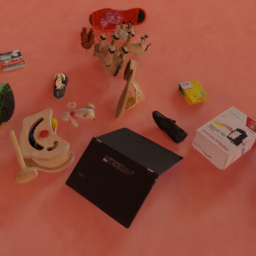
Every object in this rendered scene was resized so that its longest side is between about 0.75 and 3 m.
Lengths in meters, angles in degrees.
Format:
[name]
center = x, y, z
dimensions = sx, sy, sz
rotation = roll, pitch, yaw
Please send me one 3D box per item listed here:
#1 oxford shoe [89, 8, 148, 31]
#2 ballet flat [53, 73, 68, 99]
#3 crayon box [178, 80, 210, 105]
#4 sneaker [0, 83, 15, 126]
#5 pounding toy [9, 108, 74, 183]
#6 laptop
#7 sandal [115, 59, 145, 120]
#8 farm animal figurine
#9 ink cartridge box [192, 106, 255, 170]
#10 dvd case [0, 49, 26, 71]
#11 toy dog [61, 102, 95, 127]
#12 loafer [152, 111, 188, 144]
[oxford shoe]
center = -0.423, -4.843, 12.607
dimensions = 2.681, 0.954, 0.972
rotation = 4, 15, 11
[ballet flat]
center = -2.361, -1.615, 9.773
dimensions = 0.507, 0.507, 1.387
rotation = -3, 48, -3
[crayon box]
center = 2.230, -1.170, 9.502
dimensions = 0.672, 0.269, 1.059
rotation = -12, 48, -11
[sneaker]
center = -4.289, -0.462, 8.365
dimensions = 1.108, 1.015, 2.600
rotation = 9, 49, 9
[pounding toy]
center = -2.238, 0.315, 7.431
dimensions = 1.334, 1.338, 2.333
rotation = -9, 49, -3
[laptop]
center = -0.055, 1.122, 7.459
dimensions = 2.093, 1.295, 2.235
rotation = 27, 82, 28
[sandal]
center = 0.212, -1.218, 9.185
dimensions = 0.774, 0.863, 2.354
rotation = 19, 58, -15
[farm animal figurine]
center = -0.565, -3.141, 10.700
dimensions = 2.195, 1.367, 2.719
rotation = 32, 46, 9
[ink cartridge box]
center = 2.824, 0.253, 7.941
dimensions = 1.612, 0.667, 1.174
rotation = -30, 54, -24
[dvd case]
center = -4.545, -2.668, 10.961
dimensions = 0.840, 0.127, 1.151
rotation = -20, 52, -18
[toy dog]
center = -1.466, -0.372, 8.731
dimensions = 1.097, 0.529, 0.724
rotation = 7, 54, 24
[loafer]
center = 1.232, -0.086, 8.398
dimensions = 0.459, 0.444, 1.307
rotation = -35, 62, -16
